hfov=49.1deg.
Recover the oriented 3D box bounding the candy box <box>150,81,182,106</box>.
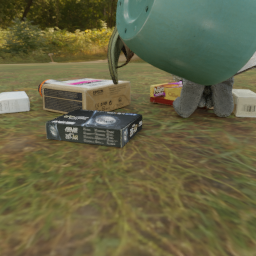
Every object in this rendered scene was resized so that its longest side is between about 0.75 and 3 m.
[{"bbox_3d":[2.575,-1.623,12.770,1.710,0.828,2.931,16,24,42],"label":"candy box"}]

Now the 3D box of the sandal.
[{"bbox_3d":[-0.103,-2.375,7.907,0.671,2.353,0.934,11,-12,8],"label":"sandal"}]

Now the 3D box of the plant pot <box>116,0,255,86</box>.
[{"bbox_3d":[0.969,-2.201,5.302,1.992,2.482,2.482,6,12,-27],"label":"plant pot"}]

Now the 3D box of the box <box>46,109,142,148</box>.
[{"bbox_3d":[-0.885,-0.056,7.900,2.205,0.480,1.766,6,17,19],"label":"box"}]

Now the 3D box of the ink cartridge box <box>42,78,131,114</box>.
[{"bbox_3d":[-1.597,-1.315,11.252,2.333,1.063,2.831,12,21,32],"label":"ink cartridge box"}]

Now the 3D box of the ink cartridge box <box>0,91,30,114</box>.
[{"bbox_3d":[-5.261,-1.012,11.063,2.469,0.584,1.976,-5,17,-24],"label":"ink cartridge box"}]

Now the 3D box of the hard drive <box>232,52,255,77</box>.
[{"bbox_3d":[2.696,-2.766,7.214,1.880,2.691,0.509,-22,-5,-15],"label":"hard drive"}]

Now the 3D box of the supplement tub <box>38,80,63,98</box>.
[{"bbox_3d":[-3.354,-1.668,12.664,0.995,0.995,1.860,-14,20,-40],"label":"supplement tub"}]

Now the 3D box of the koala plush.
[{"bbox_3d":[2.678,-1.739,10.405,2.087,2.163,2.354,1,21,-1],"label":"koala plush"}]

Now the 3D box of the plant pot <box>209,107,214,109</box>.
[{"bbox_3d":[3.335,-1.265,11.393,1.033,1.033,0.914,-1,24,-4],"label":"plant pot"}]

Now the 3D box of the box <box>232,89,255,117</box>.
[{"bbox_3d":[4.385,-0.988,10.686,0.898,0.735,1.891,3,16,10],"label":"box"}]
